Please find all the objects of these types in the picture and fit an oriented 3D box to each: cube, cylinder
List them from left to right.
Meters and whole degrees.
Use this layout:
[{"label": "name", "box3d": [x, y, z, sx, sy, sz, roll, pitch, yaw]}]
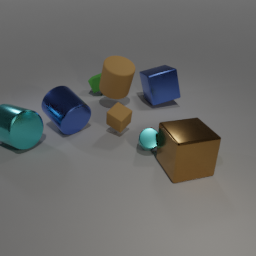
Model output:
[{"label": "cylinder", "box3d": [-4.007, -0.071, 9.974, 1.400, 1.400, 1.400, 14, 32, 33]}, {"label": "cylinder", "box3d": [-2.384, -0.695, 10.859, 1.400, 1.400, 1.400, -25, 56, -38]}, {"label": "cube", "box3d": [-1.498, -2.304, 14.219, 0.700, 0.700, 0.700, -18, 22, 19]}, {"label": "cylinder", "box3d": [-0.500, -2.243, 12.473, 1.400, 1.400, 1.400, 8, 48, -9]}, {"label": "cube", "box3d": [-0.336, -0.400, 10.577, 0.700, 0.700, 0.700, 32, 56, 18]}, {"label": "cylinder", "box3d": [0.714, 0.407, 9.642, 0.700, 0.700, 0.700, 0, -12, 0]}, {"label": "cube", "box3d": [1.499, -2.064, 13.284, 1.400, 1.400, 1.400, -17, 23, -8]}, {"label": "cube", "box3d": [1.820, 0.650, 8.747, 1.400, 1.400, 1.400, -8, 30, -15]}]
